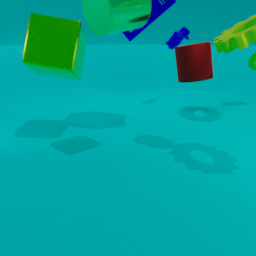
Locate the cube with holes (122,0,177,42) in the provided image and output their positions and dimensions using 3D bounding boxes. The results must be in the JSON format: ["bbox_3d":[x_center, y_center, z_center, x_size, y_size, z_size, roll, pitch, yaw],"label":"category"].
[{"bbox_3d":[0.143,-3.150,6.958,1.377,1.377,1.377,-38,13,11],"label":"cube with holes"}]

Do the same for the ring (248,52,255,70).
[{"bbox_3d":[4.938,-2.518,10.131,1.189,1.189,0.238,-5,62,-15],"label":"ring"}]

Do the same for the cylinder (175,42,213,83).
[{"bbox_3d":[1.395,-1.383,5.919,0.740,0.740,0.740,-8,13,2],"label":"cylinder"}]

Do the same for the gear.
[{"bbox_3d":[3.493,-2.812,8.116,1.953,0.361,1.953,-28,18,10],"label":"gear"}]

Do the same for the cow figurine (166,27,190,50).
[{"bbox_3d":[1.807,-3.228,10.132,0.511,0.931,0.917,45,22,4],"label":"cow figurine"}]

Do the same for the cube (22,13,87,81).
[{"bbox_3d":[-1.725,-1.917,6.826,1.170,1.170,1.170,9,-1,-1],"label":"cube"}]

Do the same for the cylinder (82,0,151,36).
[{"bbox_3d":[-0.210,-2.205,5.043,0.919,0.919,0.919,-25,29,-32],"label":"cylinder"}]
